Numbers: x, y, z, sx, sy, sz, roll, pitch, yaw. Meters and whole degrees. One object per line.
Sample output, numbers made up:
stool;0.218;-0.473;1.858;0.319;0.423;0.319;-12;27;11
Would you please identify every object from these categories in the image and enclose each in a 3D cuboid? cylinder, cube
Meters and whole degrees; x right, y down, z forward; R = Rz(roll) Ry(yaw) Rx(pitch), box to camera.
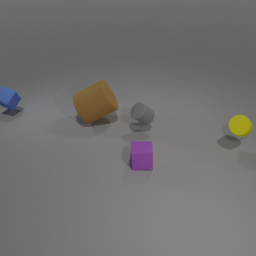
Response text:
cylinder;3.928;-0.063;9.751;0.700;0.700;0.700;20;4;31
cube;0.472;0.913;9.324;0.700;0.700;0.700;-2;29;4
cylinder;0.574;-0.559;10.924;0.700;0.700;0.700;29;4;-46
cylinder;-1.328;-1.087;11.602;1.400;1.400;1.400;-26;28;12
cube;-5.273;-1.296;12.289;0.700;0.700;0.700;23;71;9
